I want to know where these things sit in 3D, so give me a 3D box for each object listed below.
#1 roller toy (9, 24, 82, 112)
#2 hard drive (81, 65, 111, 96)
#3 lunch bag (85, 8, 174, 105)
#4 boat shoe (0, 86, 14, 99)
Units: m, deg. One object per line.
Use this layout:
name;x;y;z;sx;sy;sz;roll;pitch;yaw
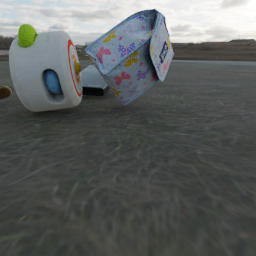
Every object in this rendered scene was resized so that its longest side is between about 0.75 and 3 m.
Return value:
roller toy;-2.473;-1.835;9.171;1.896;2.475;2.713;-8;-7;1
hard drive;-1.472;-2.202;12.758;1.855;0.437;2.658;7;33;17
lunch bag;0.326;-2.429;9.634;2.732;2.316;1.737;-37;62;-1
boat shoe;-5.127;-1.302;10.621;1.586;0.572;0.571;-14;25;4
